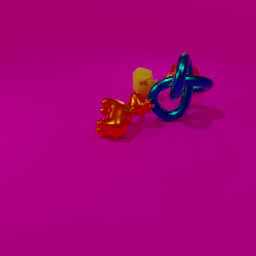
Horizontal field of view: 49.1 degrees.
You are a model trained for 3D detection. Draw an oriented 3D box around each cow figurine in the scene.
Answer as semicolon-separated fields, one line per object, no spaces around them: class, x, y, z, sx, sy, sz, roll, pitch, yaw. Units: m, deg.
cow figurine;-0.054;-0.338;7.634;1.475;0.823;1.499;12;58;-5

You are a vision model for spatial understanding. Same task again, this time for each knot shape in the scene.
knot shape;1.417;-1.045;8.045;1.970;1.843;0.910;28;21;-55

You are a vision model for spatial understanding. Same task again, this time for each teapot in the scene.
teapot;0.574;-1.523;9.364;0.789;1.002;1.611;-1;-3;6
teapot;2.021;-1.777;10.071;1.857;0.909;1.155;-6;54;-32
